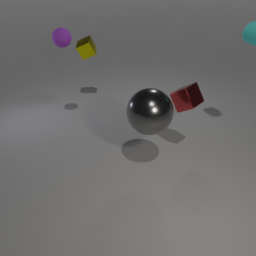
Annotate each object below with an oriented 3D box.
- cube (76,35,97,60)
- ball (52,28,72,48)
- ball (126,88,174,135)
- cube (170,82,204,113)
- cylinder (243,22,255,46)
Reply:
[{"bbox_3d":[-1.932,-3.746,13.071,0.700,0.700,0.700,-20,41,16],"label":"cube"},{"bbox_3d":[-2.417,-3.300,10.231,0.700,0.700,0.700,0,29,0],"label":"ball"},{"bbox_3d":[0.654,-0.488,8.367,1.400,1.400,1.400,0,29,0],"label":"ball"},{"bbox_3d":[1.952,-1.004,9.258,0.700,0.700,0.700,-32,11,-38],"label":"cube"},{"bbox_3d":[4.375,-3.151,9.436,0.700,0.700,0.700,-11,35,-18],"label":"cylinder"}]
